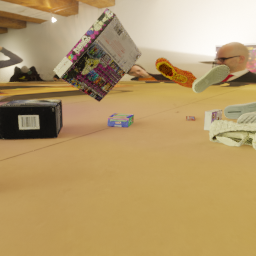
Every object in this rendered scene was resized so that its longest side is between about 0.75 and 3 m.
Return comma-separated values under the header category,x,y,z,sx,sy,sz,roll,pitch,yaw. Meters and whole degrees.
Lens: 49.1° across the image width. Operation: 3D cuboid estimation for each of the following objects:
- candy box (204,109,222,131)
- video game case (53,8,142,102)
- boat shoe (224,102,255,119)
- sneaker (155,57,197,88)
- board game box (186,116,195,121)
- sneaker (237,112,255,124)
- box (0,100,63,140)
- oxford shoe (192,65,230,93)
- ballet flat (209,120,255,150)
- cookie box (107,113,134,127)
category,x,y,z,sx,sy,sz,roll,pitch,yaw
candy box,3.462,-0.338,11.358,0.324,0.759,0.905,12,17,43
video game case,-0.824,-2.179,9.174,0.475,2.407,2.655,44,7,21
boat shoe,5.845,-0.812,12.988,0.886,0.976,2.655,-12,17,-41
sneaker,1.835,-1.979,10.676,1.909,0.697,0.736,24,36,-14
board game box,3.018,-0.465,13.539,0.424,0.080,0.823,1,12,10
sneaker,5.147,-0.045,9.181,2.908,1.141,1.155,11,9,23
box,-3.589,-0.399,10.573,2.018,1.243,2.001,-1,11,-8
oxford shoe,2.333,-1.410,8.002,1.233,0.464,0.356,-33,10,-3
ballet flat,3.776,0.313,8.780,2.584,0.927,0.927,6,13,36
cookie box,-0.299,-0.349,12.209,0.934,0.410,1.092,4,14,12
